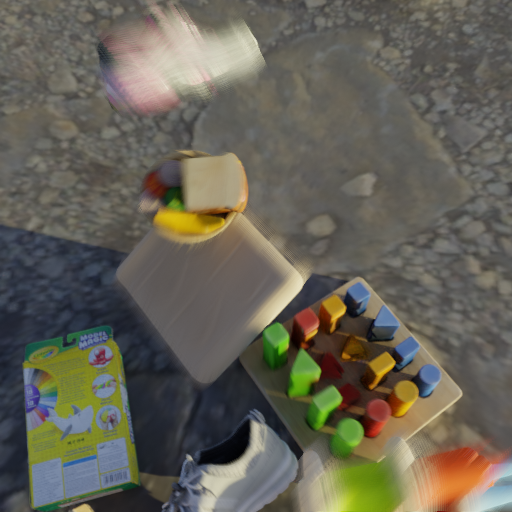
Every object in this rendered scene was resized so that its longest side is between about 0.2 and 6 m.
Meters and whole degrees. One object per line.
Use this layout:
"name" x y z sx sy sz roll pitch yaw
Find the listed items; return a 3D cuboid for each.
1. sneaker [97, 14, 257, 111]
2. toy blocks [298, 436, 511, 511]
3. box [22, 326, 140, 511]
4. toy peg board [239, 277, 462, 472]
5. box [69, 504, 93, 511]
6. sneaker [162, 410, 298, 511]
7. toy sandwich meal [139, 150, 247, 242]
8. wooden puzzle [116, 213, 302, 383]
"sneaker" -0.933 -2.518 6.727 2.051 0.824 0.885 -28 103 -26
"toy blocks" 1.633 2.271 5.422 2.315 1.929 0.841 -9 56 -5
"box" -2.127 1.868 6.712 1.162 0.479 1.981 -12 63 -7
"toy peg board" 1.157 1.310 6.733 2.020 0.992 2.028 -30 64 -17
"box" -1.384 3.767 5.115 2.271 0.242 1.856 40 104 20
"sneaker" -0.661 2.543 5.907 2.330 0.955 0.871 -36 21 -28
"toy sandwich meal" -0.738 -0.767 6.616 1.314 0.450 1.314 2 72 -6
"wooden puzzle" -0.605 0.293 7.027 1.804 0.451 1.948 -48 69 11
